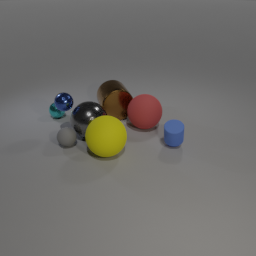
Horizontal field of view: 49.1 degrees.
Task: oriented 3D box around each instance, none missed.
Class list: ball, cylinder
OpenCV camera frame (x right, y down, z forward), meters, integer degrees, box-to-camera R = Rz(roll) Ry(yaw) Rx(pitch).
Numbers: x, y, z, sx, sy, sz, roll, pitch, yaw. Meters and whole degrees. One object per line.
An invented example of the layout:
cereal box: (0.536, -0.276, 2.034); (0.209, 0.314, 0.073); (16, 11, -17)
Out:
ball: (-2.213, 0.319, 10.113); (0.700, 0.700, 0.700); (0, 28, 0)
ball: (-3.090, -0.786, 12.223); (0.700, 0.700, 0.700); (0, 28, 0)
cylinder: (1.631, 0.178, 9.938); (0.700, 0.700, 0.700); (-4, 45, 4)
ball: (-1.463, -0.309, 10.585); (1.400, 1.400, 1.400); (0, 28, 0)
ball: (0.674, -0.658, 11.230); (1.400, 1.400, 1.400); (0, 28, 0)
ball: (-2.370, -0.963, 10.362); (0.700, 0.700, 0.700); (0, 28, 0)
ball: (-0.737, 0.279, 9.482); (1.400, 1.400, 1.400); (0, 28, 0)
cylinder: (-0.576, -1.241, 12.319); (1.400, 1.400, 1.400); (-7, 29, -13)
